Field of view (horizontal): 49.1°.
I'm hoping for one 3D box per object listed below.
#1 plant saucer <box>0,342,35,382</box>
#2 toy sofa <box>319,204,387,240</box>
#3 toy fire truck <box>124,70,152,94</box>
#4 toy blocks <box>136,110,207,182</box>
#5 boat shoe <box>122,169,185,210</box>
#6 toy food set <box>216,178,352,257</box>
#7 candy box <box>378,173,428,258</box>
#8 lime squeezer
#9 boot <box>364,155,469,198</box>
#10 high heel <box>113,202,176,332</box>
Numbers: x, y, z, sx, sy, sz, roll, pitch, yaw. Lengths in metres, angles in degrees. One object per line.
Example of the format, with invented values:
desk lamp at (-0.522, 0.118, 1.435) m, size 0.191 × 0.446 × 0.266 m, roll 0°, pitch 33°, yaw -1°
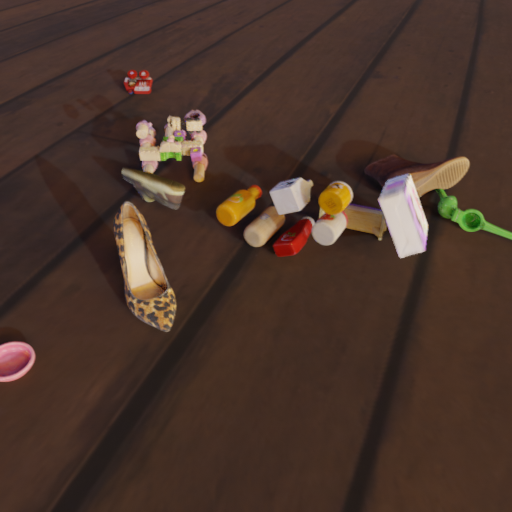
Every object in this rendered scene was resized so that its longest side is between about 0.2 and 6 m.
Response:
plant saucer at (-4.011, 1.753, 9.129) m, size 0.791 × 0.200 × 0.791 m, roll 0°, pitch 38°, yaw 0°
toy sofa at (2.108, -0.897, 12.087) m, size 1.460 × 0.605 × 0.713 m, roll 13°, pitch 41°, yaw 15°
toy fire truck at (-3.800, -5.502, 17.973) m, size 0.923 × 0.517 × 0.775 m, roll 2°, pitch 57°, yaw 4°
toy blocks at (-2.018, -2.910, 13.633) m, size 1.691 × 1.809 × 1.523 m, roll 0°, pitch 45°, yaw -1°
boat shoe at (-2.435, -1.540, 12.857) m, size 1.916 × 0.630 × 0.685 m, roll 21°, pitch 17°, yaw 33°
toy food set at (0.790, -0.930, 11.351) m, size 2.945 × 1.406 × 1.325 m, roll -9°, pitch 25°, yaw 37°
candy box at (2.952, -0.838, 11.139) m, size 0.532 × 1.248 × 1.488 m, roll -17°, pitch 15°, yaw 25°
lime squeezer at (4.635, -0.881, 12.320) m, size 0.982 × 0.524 × 2.780 m, roll 9°, pitch 25°, yaw -41°
boot at (3.803, -2.110, 13.346) m, size 1.990 × 0.720 × 1.655 m, roll -26°, pitch 42°, yaw -10°
high heel at (-2.020, 0.161, 9.953) m, size 0.821 × 1.639 × 2.299 m, roll -16°, pitch 42°, yaw -19°
